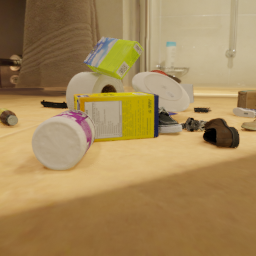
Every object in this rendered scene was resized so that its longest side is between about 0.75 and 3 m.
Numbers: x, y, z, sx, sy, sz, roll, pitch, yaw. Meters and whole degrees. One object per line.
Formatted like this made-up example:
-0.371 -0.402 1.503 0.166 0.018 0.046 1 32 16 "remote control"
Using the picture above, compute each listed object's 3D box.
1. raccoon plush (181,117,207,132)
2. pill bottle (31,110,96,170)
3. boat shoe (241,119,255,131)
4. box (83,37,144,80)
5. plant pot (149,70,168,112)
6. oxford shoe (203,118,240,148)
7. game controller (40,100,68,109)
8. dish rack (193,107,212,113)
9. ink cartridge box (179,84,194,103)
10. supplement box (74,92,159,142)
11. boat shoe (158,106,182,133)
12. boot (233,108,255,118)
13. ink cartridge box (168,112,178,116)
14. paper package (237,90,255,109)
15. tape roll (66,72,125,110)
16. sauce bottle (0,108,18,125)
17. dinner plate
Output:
2.575 -0.150 10.754 0.743 0.537 1.110 5 9 -16 "raccoon plush"
-1.470 0.172 7.065 1.209 1.209 2.154 0 10 2 "pill bottle"
5.198 -0.240 10.819 1.857 0.603 0.670 -3 11 -15 "boat shoe"
-0.644 -2.779 10.961 0.579 1.482 2.430 41 -7 -39 "box"
1.652 -1.754 14.019 1.827 1.827 1.777 -4 31 -20 "plant pot"
2.707 0.092 8.815 0.837 0.720 1.982 -2 11 -2 "oxford shoe"
-4.587 -1.564 18.142 2.260 0.476 1.179 8 14 33 "game controller"
4.262 -1.038 15.851 0.862 0.307 1.124 7 13 30 "dish rack"
2.370 -1.918 16.881 2.000 1.137 2.745 -3 0 -23 "ink cartridge box"
-0.433 -0.436 9.567 2.669 1.453 1.462 -3 11 -17 "supplement box"
1.119 -0.405 10.826 0.998 0.923 2.703 -4 12 -22 "boat shoe"
5.980 -0.796 14.180 0.552 0.444 1.222 -18 27 -38 "boot"
1.058 -0.960 14.793 2.449 0.575 2.420 4 10 32 "ink cartridge box"
6.624 -1.395 15.089 1.337 1.274 0.692 -6 12 -22 "paper package"
-1.389 -1.343 12.313 1.531 2.230 2.230 9 14 36 "tape roll"
-5.114 -0.443 11.875 0.653 0.653 2.019 -7 15 -33 "sauce bottle"
1.554 -1.775 12.690 2.841 0.344 2.841 13 43 -13 "dinner plate"
